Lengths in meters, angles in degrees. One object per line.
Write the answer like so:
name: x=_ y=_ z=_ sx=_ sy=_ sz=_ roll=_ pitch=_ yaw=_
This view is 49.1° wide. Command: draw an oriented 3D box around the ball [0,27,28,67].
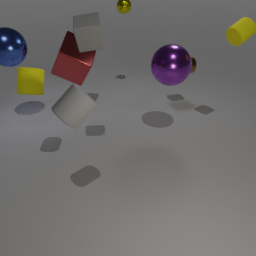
ball: x=-4.415 y=-2.947 z=10.249 sx=1.400 sy=1.400 sz=1.400 roll=0 pitch=29 yaw=0

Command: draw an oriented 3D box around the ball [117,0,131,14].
ball: x=-0.188 y=-5.714 z=13.127 sx=0.700 sy=0.700 sz=0.700 roll=0 pitch=29 yaw=0

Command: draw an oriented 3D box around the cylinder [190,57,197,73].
cylinder: x=2.558 y=-2.795 z=12.452 sx=0.700 sy=0.700 sz=0.700 roll=-5 pitch=29 yaw=-24

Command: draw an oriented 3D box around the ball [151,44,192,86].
ball: x=1.476 y=-2.151 z=9.603 sx=1.400 sy=1.400 sz=1.400 roll=0 pitch=29 yaw=0

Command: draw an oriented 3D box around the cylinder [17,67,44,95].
cylinder: x=-2.657 y=-1.262 z=7.650 sx=0.700 sy=0.700 sz=0.700 roll=3 pitch=5 yaw=0

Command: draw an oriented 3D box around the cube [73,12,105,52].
cube: x=-1.031 y=-2.535 z=7.416 sx=0.700 sy=0.700 sz=0.700 roll=-9 pitch=50 yaw=0

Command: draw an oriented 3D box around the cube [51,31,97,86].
cube: x=-2.287 y=-2.949 z=11.972 sx=1.400 sy=1.400 sz=1.400 roll=21 pitch=53 yaw=-18

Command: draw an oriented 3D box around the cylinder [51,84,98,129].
cylinder: x=-1.124 y=-0.453 z=5.921 sx=0.700 sy=0.700 sz=0.700 roll=-48 pitch=38 yaw=3

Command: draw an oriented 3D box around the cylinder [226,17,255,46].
cylinder: x=3.817 y=-3.252 z=9.473 sx=0.700 sy=0.700 sz=0.700 roll=-38 pitch=41 yaw=-12
